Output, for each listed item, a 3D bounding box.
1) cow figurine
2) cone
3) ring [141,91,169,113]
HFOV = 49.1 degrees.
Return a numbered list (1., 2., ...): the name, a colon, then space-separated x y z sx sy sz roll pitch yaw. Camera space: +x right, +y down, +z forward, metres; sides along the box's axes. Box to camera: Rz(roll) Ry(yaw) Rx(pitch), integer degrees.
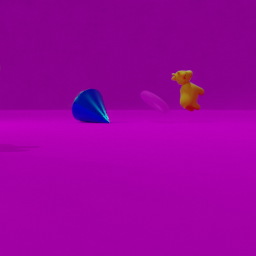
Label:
1. cow figurine: 2.456 -1.600 11.821 1.552 1.577 0.866 24 -17 -26
2. cone: -1.153 -0.545 10.843 1.481 1.481 1.486 -4 32 -45
3. ring: 1.143 -1.102 11.940 1.423 0.285 1.423 35 -4 3
